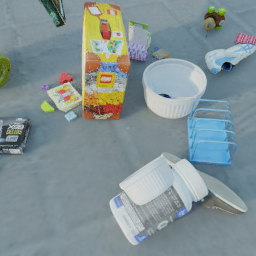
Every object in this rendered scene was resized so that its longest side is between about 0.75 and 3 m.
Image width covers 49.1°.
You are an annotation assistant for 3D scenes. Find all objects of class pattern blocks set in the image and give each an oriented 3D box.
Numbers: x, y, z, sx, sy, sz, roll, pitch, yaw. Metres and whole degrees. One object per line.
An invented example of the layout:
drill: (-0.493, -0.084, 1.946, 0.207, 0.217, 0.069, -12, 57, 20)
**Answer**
pattern blocks set: (-2.039, -1.052, 9.223, 1.995, 0.162, 1.753, 34, 58, 24)

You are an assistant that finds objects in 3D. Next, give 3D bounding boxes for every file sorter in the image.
file sorter: (2.312, 0.085, 7.772, 1.101, 0.973, 1.587, 5, 50, 3)

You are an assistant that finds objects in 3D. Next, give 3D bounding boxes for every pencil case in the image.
pencil case: (0.071, -2.908, 10.515, 1.375, 0.577, 0.588, 15, 21, 10)

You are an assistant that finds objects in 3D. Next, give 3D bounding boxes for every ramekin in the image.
ramekin: (1.396, -1.184, 8.786, 1.936, 1.016, 1.936, 0, 50, 0)
ramekin: (0.299, 0.764, 4.016, 0.772, 0.772, 0.405, -30, 83, -23)

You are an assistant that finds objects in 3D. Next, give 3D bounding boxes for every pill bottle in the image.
pill bottle: (0.685, 1.572, 6.175, 1.949, 1.109, 1.109, -31, 55, -3)

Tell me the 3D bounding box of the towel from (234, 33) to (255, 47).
towel: (4.912, -3.519, 11.294, 1.060, 0.119, 0.767, 23, 53, 18)

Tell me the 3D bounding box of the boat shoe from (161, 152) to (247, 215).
boat shoe: (1.705, 1.473, 6.935, 2.370, 0.675, 0.792, 33, 22, 20)

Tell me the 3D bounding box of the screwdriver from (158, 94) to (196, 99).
screwdriver: (1.296, -0.849, 8.040, 0.295, 0.282, 2.025, -19, 12, -16)

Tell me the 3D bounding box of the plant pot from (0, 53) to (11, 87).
plant pot: (-5.004, -2.142, 9.232, 1.833, 1.904, 1.904, 27, 55, 6)

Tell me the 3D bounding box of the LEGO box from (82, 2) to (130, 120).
LEGO box: (-0.807, -2.074, 8.645, 1.152, 2.223, 2.985, 1, 51, -11)

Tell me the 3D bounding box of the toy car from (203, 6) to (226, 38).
toy car: (3.444, -4.257, 11.469, 0.853, 0.888, 1.081, 20, 63, 16)

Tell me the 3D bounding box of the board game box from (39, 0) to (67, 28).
board game box: (-2.507, -4.671, 8.354, 0.382, 1.833, 2.710, -15, 70, 4)

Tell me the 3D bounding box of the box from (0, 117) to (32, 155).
box: (-3.633, 0.212, 8.051, 1.446, 0.360, 1.141, 0, 50, 1)

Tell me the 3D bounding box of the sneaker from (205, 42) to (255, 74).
sneaker: (3.756, -2.533, 10.154, 2.369, 0.851, 0.859, -21, 94, -26)

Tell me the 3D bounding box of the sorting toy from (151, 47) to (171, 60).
sorting toy: (1.252, -2.797, 10.702, 0.500, 0.121, 0.888, -33, 57, -19)

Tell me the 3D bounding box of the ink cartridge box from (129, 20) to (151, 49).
ink cartridge box: (0.465, -3.648, 10.761, 0.809, 1.095, 0.415, 20, 53, 16)
